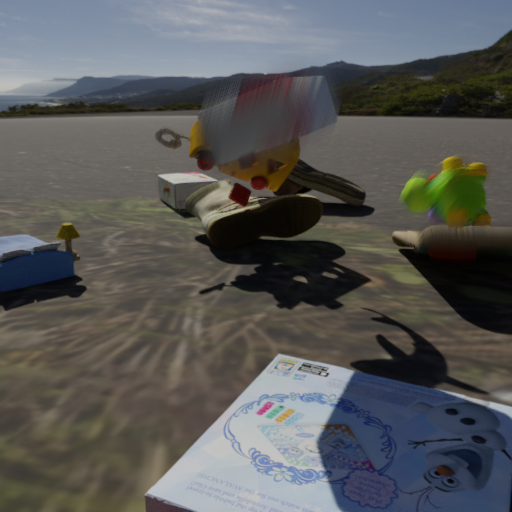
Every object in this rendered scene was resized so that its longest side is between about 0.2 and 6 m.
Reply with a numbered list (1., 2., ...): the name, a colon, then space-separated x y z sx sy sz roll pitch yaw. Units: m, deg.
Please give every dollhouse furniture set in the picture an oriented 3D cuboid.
1. dollhouse furniture set: -3.730 -0.444 7.475 2.148 1.402 2.028 -13 22 -38

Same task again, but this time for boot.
1. boot: -0.067 -0.828 9.491 2.033 0.733 1.572 -14 29 -19

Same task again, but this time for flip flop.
1. flip flop: 0.899 -1.589 12.362 3.144 0.905 1.275 25 23 23

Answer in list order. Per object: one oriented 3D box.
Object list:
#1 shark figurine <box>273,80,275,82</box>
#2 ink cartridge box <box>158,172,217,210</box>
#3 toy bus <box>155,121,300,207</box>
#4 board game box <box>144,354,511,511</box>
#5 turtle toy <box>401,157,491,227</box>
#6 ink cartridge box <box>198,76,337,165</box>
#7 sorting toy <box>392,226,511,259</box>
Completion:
1. shark figurine: 0.390 -2.038 7.499 0.915 0.639 1.532 -34 7 21
2. ink cartridge box: -1.473 -1.429 12.108 0.984 0.565 1.356 -7 19 -23
3. toy bus: -0.248 -1.849 8.871 1.821 0.997 1.930 48 41 10
4. board game box: 0.578 1.313 3.441 1.790 0.388 1.781 8 19 25
5. turtle toy: 2.888 -0.893 8.476 1.470 1.071 0.743 5 -11 -30
6. ink cartridge box: 0.159 -1.265 5.136 0.862 0.490 1.183 -15 11 27
7. sorting toy: 3.489 -0.139 7.605 2.951 0.395 2.198 2 1 5
